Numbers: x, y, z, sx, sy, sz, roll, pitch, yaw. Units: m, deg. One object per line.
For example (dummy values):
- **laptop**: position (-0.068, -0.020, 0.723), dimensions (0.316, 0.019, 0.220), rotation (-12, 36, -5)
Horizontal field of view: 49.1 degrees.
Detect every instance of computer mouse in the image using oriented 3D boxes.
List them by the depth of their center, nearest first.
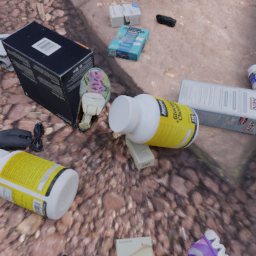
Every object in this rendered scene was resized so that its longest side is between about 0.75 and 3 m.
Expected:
- **computer mouse**: position (-3.802, 0.309, 9.555), dimensions (1.744, 0.460, 1.208), rotation (-7, 55, -5)

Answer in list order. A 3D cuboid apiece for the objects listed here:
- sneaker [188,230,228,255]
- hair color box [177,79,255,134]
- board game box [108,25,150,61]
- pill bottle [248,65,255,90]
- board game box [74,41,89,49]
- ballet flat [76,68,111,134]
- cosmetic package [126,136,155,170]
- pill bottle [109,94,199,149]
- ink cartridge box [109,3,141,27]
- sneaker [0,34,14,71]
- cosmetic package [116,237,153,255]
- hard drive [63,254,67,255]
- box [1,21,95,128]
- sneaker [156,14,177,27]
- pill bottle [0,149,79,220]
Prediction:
- **sneaker**: position (2.208, 3.731, 6.832), dimensions (1.000, 0.910, 2.262), rotation (-22, 52, -8)
- **hair color box**: position (3.240, -0.809, 10.130), dimensions (2.865, 0.868, 1.418), rotation (11, 54, 9)
- **board game box**: position (0.059, -3.859, 12.663), dimensions (1.371, 0.426, 1.817), rotation (16, 55, 11)
- **pill bottle**: position (5.177, -1.963, 11.121), dimensions (0.658, 0.658, 1.099), rotation (-3, 53, -2)
- **board game box**: position (-2.158, -3.003, 11.803), dimensions (0.792, 0.791, 0.791), rotation (31, 58, 21)
- **ballet flat**: position (-1.116, -0.611, 8.420), dimensions (0.915, 2.646, 0.942), rotation (15, 57, -9)
- **cosmetic package**: position (0.381, 0.738, 9.216), dimensions (0.585, 0.494, 1.132), rotation (-16, 56, -12)
- **pill bottle**: position (0.801, -0.205, 8.609), dimensions (2.653, 1.486, 1.486), rotation (10, 45, -36)
- **ink cartridge box**: position (-0.159, -5.569, 13.821), dimensions (1.434, 0.604, 1.037), rotation (-9, 54, -6)
- **sneaker**: position (-4.482, -3.225, 11.860), dimensions (2.751, 1.034, 1.581), rotation (-1, 54, 6)
- **cosmetic package**: position (0.222, 3.729, 6.895), dimensions (0.948, 0.669, 1.831), rotation (-5, 55, -4)
- **hard drive**: position (-1.513, 4.312, 6.568), dimensions (1.531, 0.480, 2.270), rotation (18, 56, 13)
- **box**: position (-2.567, -1.841, 9.827), dimensions (2.835, 2.581, 1.476), rotation (32, 60, 22)
- **sneaker**: position (1.894, -5.338, 13.838), dimensions (1.109, 0.421, 0.503), rotation (29, 49, 12)
- **pill bottle**: position (-2.848, 1.506, 8.055), dimensions (2.554, 1.436, 1.436), rotation (18, 56, 12)
